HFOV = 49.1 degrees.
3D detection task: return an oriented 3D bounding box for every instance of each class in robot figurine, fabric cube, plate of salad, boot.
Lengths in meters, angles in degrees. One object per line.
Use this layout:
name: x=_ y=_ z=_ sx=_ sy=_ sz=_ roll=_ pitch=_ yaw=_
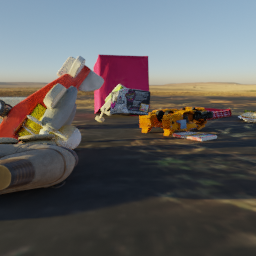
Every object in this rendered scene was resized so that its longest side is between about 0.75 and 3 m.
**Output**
robot figurine: x=1.415 y=-0.240 z=7.930 sx=2.165 sy=0.630 sz=1.569 roll=-9 pitch=12 yaw=-43
fabric cube: x=-0.340 y=-1.833 z=12.332 sx=2.174 sy=2.209 sz=2.216 roll=-1 pitch=-2 yaw=-12
plate of salad: x=4.944 y=-0.451 z=10.102 sx=1.822 sy=0.438 sz=1.822 roll=0 pitch=7 yaw=0
boot: x=-1.569 y=0.466 z=3.406 sx=1.831 sy=0.643 sz=1.338 roll=3 pitch=2 yaw=15

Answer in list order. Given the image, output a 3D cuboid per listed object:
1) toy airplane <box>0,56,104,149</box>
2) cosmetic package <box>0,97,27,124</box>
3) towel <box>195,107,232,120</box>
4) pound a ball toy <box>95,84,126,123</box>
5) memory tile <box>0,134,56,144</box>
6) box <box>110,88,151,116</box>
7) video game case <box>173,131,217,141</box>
toy airplane: x=-1.335 y=-0.332 z=5.409 sx=2.178 sy=1.544 sz=2.187 roll=-33 pitch=3 yaw=33
cosmetic package: x=-2.871 y=-0.458 z=8.402 sx=2.123 sy=0.926 sz=1.097 roll=0 pitch=9 yaw=-6
towel: x=2.822 y=-0.621 z=11.748 sx=2.057 sy=0.320 sz=2.845 roll=7 pitch=11 yaw=44
pound a ball toy: x=-0.503 y=-0.742 z=9.553 sx=0.565 sy=0.867 sz=1.330 roll=32 pitch=-39 yaw=-14
memory tile: x=-2.173 y=0.317 z=4.133 sx=2.009 sy=0.169 sz=1.540 roll=-3 pitch=-7 yaw=-24
box: x=0.016 y=-0.539 z=5.995 sx=0.600 sy=0.521 sz=0.908 roll=5 pitch=-1 yaw=-21
video game case: x=1.618 y=0.194 z=6.831 sx=0.621 sy=0.076 sz=0.869 roll=-6 pitch=10 yaw=-39
